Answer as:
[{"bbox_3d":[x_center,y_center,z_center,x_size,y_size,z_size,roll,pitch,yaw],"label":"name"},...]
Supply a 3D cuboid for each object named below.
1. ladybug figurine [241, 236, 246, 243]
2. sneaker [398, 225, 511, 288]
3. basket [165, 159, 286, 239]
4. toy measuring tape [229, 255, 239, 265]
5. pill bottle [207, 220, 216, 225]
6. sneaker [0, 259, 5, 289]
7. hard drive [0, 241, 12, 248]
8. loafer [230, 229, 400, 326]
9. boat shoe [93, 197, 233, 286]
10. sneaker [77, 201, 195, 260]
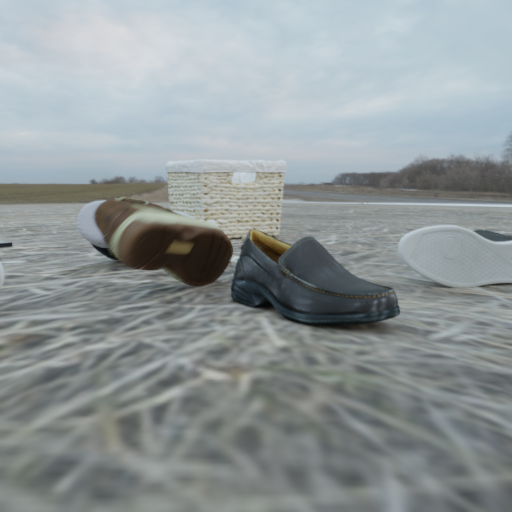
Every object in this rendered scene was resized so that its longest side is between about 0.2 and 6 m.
[{"bbox_3d":[-0.045,-0.302,11.247,0.414,0.219,0.610,-14,-7,32],"label":"ladybug figurine"},{"bbox_3d":[3.149,-0.007,8.713,2.517,0.890,1.249,4,4,-15],"label":"sneaker"},{"bbox_3d":[-0.919,-1.698,16.427,2.760,2.240,2.785,-4,7,-29],"label":"basket"},{"bbox_3d":[-0.068,0.190,8.739,0.482,0.482,1.310,-3,1,-21],"label":"toy measuring tape"},{"bbox_3d":[-1.403,-0.505,12.578,1.023,0.574,0.574,-11,6,8],"label":"pill bottle"},{"bbox_3d":[-4.166,0.360,5.672,2.965,1.123,1.142,-3,27,-16],"label":"sneaker"},{"bbox_3d":[-6.385,-0.270,13.496,0.811,0.133,0.566,4,8,28],"label":"hard drive"},{"bbox_3d":[0.545,0.221,6.404,0.905,0.899,2.487,-5,9,-41],"label":"loafer"},{"bbox_3d":[-1.195,-0.270,7.658,0.954,0.953,2.580,35,3,24],"label":"boat shoe"},{"bbox_3d":[-2.067,-0.342,10.620,2.554,0.964,1.454,13,-12,-15],"label":"sneaker"}]
